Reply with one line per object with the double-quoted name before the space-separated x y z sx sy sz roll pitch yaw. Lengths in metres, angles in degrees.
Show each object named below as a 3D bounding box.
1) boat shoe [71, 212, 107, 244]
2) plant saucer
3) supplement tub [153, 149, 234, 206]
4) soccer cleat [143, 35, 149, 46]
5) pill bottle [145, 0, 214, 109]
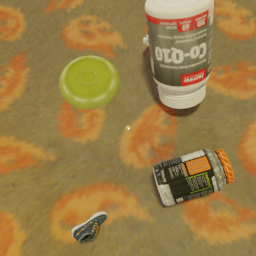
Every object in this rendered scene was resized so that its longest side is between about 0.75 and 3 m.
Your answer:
"boat shoe" -0.850 2.464 6.865 1.011 0.358 0.459 -25 28 -30
"plant saucer" -1.199 -1.489 8.599 1.901 0.295 1.901 0 70 0
"supplement tub" 1.574 1.162 6.834 1.745 1.069 1.069 -17 70 7
"soccer cleat" 0.653 -2.701 8.623 0.410 1.058 0.366 15 105 -3
"pill bottle" 1.364 -1.962 7.273 1.579 2.773 1.579 -7 42 7
